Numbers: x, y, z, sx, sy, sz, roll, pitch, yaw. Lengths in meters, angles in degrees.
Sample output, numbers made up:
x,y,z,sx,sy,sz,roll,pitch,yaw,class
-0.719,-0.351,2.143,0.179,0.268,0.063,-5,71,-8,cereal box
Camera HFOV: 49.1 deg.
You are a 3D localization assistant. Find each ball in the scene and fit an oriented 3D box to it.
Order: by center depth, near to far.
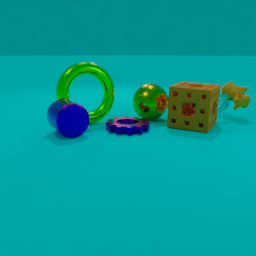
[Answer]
x,y,z,sx,sy,sz,roll,pitch,yaw,class
0.734,-0.851,9.150,1.184,1.184,1.184,0,16,0,ball

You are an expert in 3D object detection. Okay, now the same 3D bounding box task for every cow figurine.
x,y,z,sx,sy,sz,roll,pitch,yaw,class
3.576,-1.094,9.390,1.140,0.626,1.122,32,39,31,cow figurine

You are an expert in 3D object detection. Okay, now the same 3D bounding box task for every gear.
x,y,z,sx,sy,sz,roll,pitch,yaw,class
-0.005,-0.080,8.137,1.253,0.232,1.253,1,16,0,gear

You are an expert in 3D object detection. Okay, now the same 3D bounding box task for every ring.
x,y,z,sx,sy,sz,roll,pitch,yaw,class
-1.251,-1.044,8.528,1.891,1.891,0.378,-9,12,-29,ring
2.939,-0.754,9.398,1.104,0.221,1.104,-14,-26,-7,ring

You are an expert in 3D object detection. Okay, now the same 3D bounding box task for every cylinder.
x,y,z,sx,sy,sz,roll,pitch,yaw,class
-1.634,-0.278,7.609,0.914,0.914,0.914,-10,19,-30,cylinder

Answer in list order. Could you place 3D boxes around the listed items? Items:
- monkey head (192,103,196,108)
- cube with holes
x,y,z,sx,sy,sz,roll,pitch,yaw,class
2.396,-1.296,10.750,1.607,1.156,0.968,14,44,41,monkey head
1.964,-0.663,8.351,1.201,1.201,1.201,10,20,27,cube with holes
